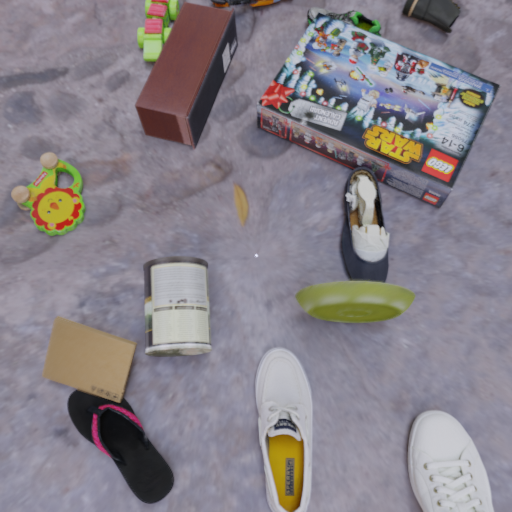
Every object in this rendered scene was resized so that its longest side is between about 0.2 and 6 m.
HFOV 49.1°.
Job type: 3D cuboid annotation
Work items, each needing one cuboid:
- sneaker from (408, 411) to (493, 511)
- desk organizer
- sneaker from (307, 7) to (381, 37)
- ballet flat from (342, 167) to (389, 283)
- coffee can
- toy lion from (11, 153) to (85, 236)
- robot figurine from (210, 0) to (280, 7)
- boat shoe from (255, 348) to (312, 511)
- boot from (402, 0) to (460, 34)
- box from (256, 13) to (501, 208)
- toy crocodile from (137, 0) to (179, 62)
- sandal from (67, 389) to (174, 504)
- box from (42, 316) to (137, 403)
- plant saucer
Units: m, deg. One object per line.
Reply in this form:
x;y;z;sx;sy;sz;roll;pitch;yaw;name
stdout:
3.154;3.928;8.347;1.208;1.405;3.318;-7;66;-1;sneaker
-1.404;-3.880;11.877;1.150;1.071;2.986;15;68;9;desk organizer
2.006;-5.283;12.631;1.789;0.762;0.698;21;69;9;sneaker
2.060;-0.591;10.568;0.921;0.921;2.520;0;67;0;ballet flat
-1.362;0.895;9.668;1.134;1.134;1.549;-4;74;-2;coffee can
-3.947;-1.152;11.072;1.374;0.492;1.434;29;69;4;toy lion
-0.219;-6.438;13.202;2.139;0.623;1.551;-9;67;-5;robot figurine
0.464;2.780;9.061;0.970;0.955;2.737;0;67;0;boat shoe
4.392;-6.106;13.103;1.255;0.703;1.814;32;84;8;boot
2.502;-3.130;11.658;4.213;0.840;2.884;26;69;11;box
-2.233;-5.348;12.689;0.767;0.702;2.273;5;67;2;toy crocodile
-2.200;2.924;9.090;0.890;0.534;2.369;-38;64;-25;sandal
-2.786;1.736;9.344;1.411;0.150;1.153;19;107;1;box
1.635;0.826;9.339;1.971;1.971;0.306;2;71;1;plant saucer
